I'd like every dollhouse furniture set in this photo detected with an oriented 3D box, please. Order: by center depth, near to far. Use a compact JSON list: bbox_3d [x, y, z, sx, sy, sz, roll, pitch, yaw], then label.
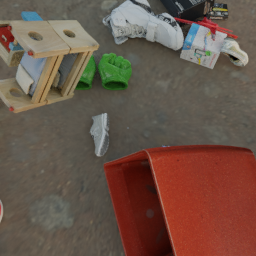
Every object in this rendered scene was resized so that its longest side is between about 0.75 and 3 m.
[{"bbox_3d":[-2.339,-1.947,6.345,2.468,1.740,1.730,49,40,13],"label":"dollhouse furniture set"}]

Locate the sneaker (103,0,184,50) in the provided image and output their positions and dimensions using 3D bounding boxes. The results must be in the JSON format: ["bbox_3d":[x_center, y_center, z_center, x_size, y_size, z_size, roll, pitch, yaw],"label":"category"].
[{"bbox_3d":[0.461,-3.368,9.671,1.665,1.089,2.898,-36,66,-14],"label":"sneaker"}]

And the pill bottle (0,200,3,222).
[{"bbox_3d":[-4.044,1.924,6.627,1.275,2.304,1.275,0,66,1],"label":"pill bottle"}]

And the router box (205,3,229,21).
[{"bbox_3d":[3.327,-4.386,10.559,0.826,0.216,0.650,4,66,2],"label":"router box"}]

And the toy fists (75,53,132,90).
[{"bbox_3d":[-0.997,-1.913,9.178,2.231,0.767,1.137,0,66,1],"label":"toy fists"}]

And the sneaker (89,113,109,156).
[{"bbox_3d":[-0.888,0.222,8.439,0.575,0.524,1.402,-4,57,11],"label":"sneaker"}]

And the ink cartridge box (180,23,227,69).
[{"bbox_3d":[2.536,-2.759,9.473,1.202,0.882,0.878,22,68,10],"label":"ink cartridge box"}]

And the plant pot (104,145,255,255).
[{"bbox_3d":[1.384,1.802,6.220,2.640,2.996,2.993,-13,83,-21],"label":"plant pot"}]

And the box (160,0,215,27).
[{"bbox_3d":[2.047,-4.961,10.396,1.425,0.796,2.019,-25,67,-4],"label":"box"}]

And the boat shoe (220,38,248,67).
[{"bbox_3d":[3.447,-2.375,9.147,0.564,1.530,0.491,31,95,41],"label":"boat shoe"}]

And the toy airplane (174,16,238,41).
[{"bbox_3d":[2.678,-3.430,9.413,2.474,0.455,2.474,13,30,-8],"label":"toy airplane"}]

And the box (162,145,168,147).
[{"bbox_3d":[1.680,1.173,8.046,1.605,0.314,1.098,10,67,5],"label":"box"}]
